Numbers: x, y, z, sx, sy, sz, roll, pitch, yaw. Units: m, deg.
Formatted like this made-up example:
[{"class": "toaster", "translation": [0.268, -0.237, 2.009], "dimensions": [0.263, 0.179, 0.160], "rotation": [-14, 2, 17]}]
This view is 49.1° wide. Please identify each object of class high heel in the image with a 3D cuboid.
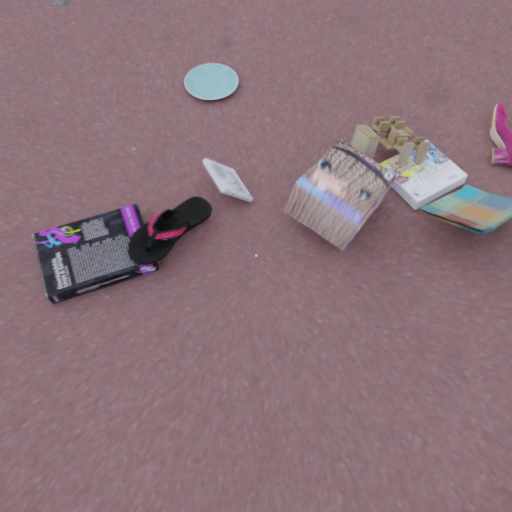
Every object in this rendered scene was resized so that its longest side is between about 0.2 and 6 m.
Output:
[{"class": "high heel", "translation": [5.709, -2.733, 12.577], "dimensions": [0.795, 0.558, 1.657], "rotation": [4, 62, 15]}]

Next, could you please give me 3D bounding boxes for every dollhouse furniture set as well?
[{"class": "dollhouse furniture set", "translation": [2.794, -2.322, 12.227], "dimensions": [1.418, 0.942, 1.243], "rotation": [-7, 42, -23]}]

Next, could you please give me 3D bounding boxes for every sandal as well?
[{"class": "sandal", "translation": [-1.689, -0.606, 10.915], "dimensions": [0.778, 0.467, 2.073], "rotation": [41, 60, 12]}]

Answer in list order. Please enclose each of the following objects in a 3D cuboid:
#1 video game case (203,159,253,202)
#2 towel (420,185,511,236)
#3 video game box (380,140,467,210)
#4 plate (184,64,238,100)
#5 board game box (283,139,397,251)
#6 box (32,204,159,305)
[{"class": "video game case", "translation": [-0.589, -1.583, 11.757], "dimensions": [0.118, 0.906, 0.995], "rotation": [-46, 56, 23]}, {"class": "towel", "translation": [4.308, -0.942, 11.037], "dimensions": [1.901, 0.206, 1.394], "rotation": [-23, 36, -39]}, {"class": "video game box", "translation": [3.577, -1.775, 12.136], "dimensions": [1.418, 0.332, 1.292], "rotation": [-27, 61, -16]}, {"class": "plate", "translation": [-1.105, -4.271, 13.856], "dimensions": [1.335, 0.171, 1.335], "rotation": [0, 58, 0]}, {"class": "board game box", "translation": [1.684, -1.251, 11.141], "dimensions": [1.436, 0.872, 1.801], "rotation": [35, 52, 10]}, {"class": "box", "translation": [-3.153, -0.075, 10.997], "dimensions": [2.157, 0.389, 1.542], "rotation": [-17, 60, -12]}]
